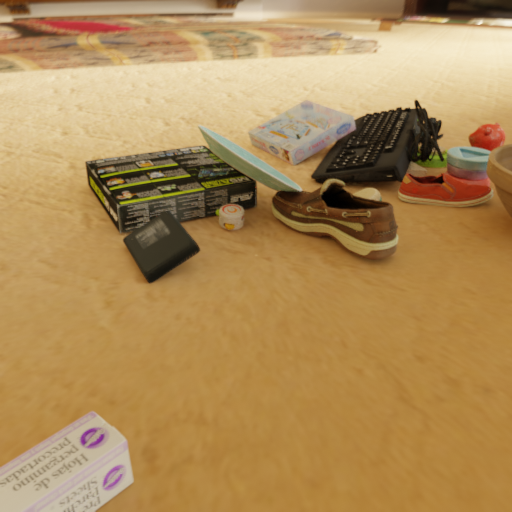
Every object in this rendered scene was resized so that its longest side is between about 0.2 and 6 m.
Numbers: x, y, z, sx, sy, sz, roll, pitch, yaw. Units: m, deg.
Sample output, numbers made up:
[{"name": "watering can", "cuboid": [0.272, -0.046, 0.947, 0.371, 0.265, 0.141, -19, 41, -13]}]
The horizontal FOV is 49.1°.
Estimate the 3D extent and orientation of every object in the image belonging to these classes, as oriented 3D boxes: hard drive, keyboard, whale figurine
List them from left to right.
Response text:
[{"name": "hard drive", "cuboid": [-1.466, -0.169, 8.502, 0.889, 0.209, 1.274, -34, 37, -9]}, {"name": "whale figurine", "cuboid": [1.854, -0.899, 10.074, 0.833, 0.432, 0.663, -14, 29, 26]}, {"name": "keyboard", "cuboid": [2.991, -2.917, 12.771, 2.575, 0.980, 4.948, 1, 28, 21]}]

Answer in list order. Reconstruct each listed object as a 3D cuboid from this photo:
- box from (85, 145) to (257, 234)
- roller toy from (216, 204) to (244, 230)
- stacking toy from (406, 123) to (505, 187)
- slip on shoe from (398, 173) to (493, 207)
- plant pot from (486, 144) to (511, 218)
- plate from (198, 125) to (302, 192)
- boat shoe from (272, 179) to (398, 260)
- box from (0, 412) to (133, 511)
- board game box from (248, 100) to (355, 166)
[{"name": "box", "cuboid": [-1.674, -1.375, 10.651, 2.607, 0.619, 2.518, -14, 33, -25]}, {"name": "roller toy", "cuboid": [-0.417, -0.648, 9.583, 0.433, 0.332, 0.475, -20, 42, -28]}, {"name": "stacking toy", "cuboid": [4.181, -2.234, 11.855, 2.016, 0.940, 2.227, 16, 32, 26]}, {"name": "slip on shoe", "cuboid": [3.576, -1.267, 10.518, 1.742, 0.533, 0.645, 4, 27, 5]}, {"name": "plant pot", "cuboid": [5.118, -0.990, 9.333, 2.546, 1.175, 2.546, 0, 29, 0]}, {"name": "plate", "cuboid": [-0.150, -1.596, 9.667, 2.095, 0.268, 2.095, 31, 13, -8]}, {"name": "boat shoe", "cuboid": [1.250, -0.831, 9.171, 0.956, 0.957, 2.587, -26, 35, -35]}, {"name": "box", "cuboid": [-2.209, 2.191, 4.142, 0.538, 0.576, 2.779, 24, 36, 36]}, {"name": "board game box", "cuboid": [1.045, -2.945, 13.192, 1.836, 0.379, 1.840, -32, 39, -16]}]
